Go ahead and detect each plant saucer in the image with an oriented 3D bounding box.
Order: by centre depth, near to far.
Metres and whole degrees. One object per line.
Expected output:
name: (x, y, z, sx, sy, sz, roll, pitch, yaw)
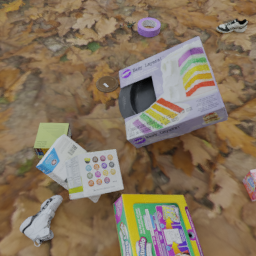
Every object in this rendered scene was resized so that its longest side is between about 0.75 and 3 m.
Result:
plant saucer: (-0.850, -1.824, 11.454, 0.933, 0.137, 0.933, 0, 55, 0)

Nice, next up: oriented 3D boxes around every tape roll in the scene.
tape roll: (1.013, -4.869, 13.538, 1.089, 0.357, 1.089, 0, 53, 0)

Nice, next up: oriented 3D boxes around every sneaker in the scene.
sneaker: (-2.279, 2.636, 7.967, 0.817, 0.534, 1.421, 39, 68, 24)
sneaker: (4.991, -4.950, 13.428, 1.449, 0.635, 0.548, -6, 56, -2)

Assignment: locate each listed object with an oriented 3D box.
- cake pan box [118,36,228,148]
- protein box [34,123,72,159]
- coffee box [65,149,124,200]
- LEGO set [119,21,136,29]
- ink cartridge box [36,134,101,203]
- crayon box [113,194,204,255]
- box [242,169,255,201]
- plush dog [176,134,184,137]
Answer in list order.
cake pan box: (1.137, -1.045, 8.373, 2.924, 0.765, 2.693, -19, 56, 20)
protein box: (-2.498, 0.435, 9.453, 1.010, 0.687, 1.018, 1, 54, 0)
coffee box: (-0.972, 1.288, 7.768, 1.144, 1.146, 1.133, -4, 77, -31)
LEGO set: (-0.003, -5.030, 13.787, 0.829, 0.235, 0.538, -2, 51, 15)
ink cartridge box: (-1.578, 1.282, 8.517, 1.994, 0.676, 1.156, 41, 58, -15)
crayon box: (0.814, 2.919, 7.200, 2.018, 0.682, 2.339, 7, 50, -26)
box: (4.449, 1.622, 8.532, 1.536, 0.788, 0.727, -9, 54, -7)
plush dog: (1.591, -1.074, 9.977, 2.306, 1.850, 1.981, -40, 42, -17)
